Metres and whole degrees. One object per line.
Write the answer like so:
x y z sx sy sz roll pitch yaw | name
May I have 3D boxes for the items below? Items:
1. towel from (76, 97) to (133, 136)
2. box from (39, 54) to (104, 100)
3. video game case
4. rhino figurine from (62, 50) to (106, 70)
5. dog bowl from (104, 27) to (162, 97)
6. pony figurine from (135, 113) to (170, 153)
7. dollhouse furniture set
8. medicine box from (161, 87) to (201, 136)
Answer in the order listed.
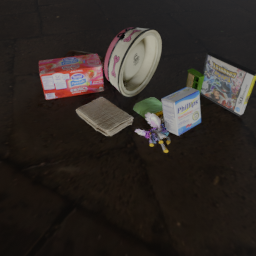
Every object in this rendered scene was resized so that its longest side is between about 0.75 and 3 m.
-0.895 -0.473 10.816 1.348 0.351 2.035 -30 50 -31 | towel
-2.397 -2.230 12.018 2.561 1.277 1.223 -11 44 -10 | box
3.809 -1.721 10.997 0.268 1.901 2.103 -30 50 -29 | video game case
-1.905 -3.229 13.515 2.522 0.754 1.103 10 43 8 | rhino figurine
0.163 -2.746 11.385 1.048 2.841 2.841 32 51 24 | dog bowl
0.952 0.178 9.805 1.170 1.010 1.212 23 35 -21 | pony figurine
1.731 -1.284 11.103 2.922 1.128 1.460 -24 47 -24 | dollhouse furniture set
1.954 -0.623 10.148 1.222 1.341 0.690 -27 32 -26 | medicine box
